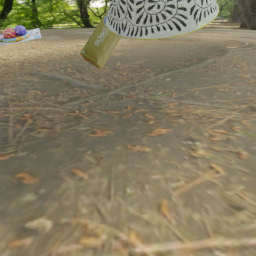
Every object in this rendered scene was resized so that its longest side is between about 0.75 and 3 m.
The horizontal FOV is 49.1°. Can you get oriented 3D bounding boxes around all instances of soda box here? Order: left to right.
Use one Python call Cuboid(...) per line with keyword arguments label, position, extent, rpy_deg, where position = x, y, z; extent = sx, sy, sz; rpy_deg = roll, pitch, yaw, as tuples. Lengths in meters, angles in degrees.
Cuboid(label="soda box", position=(-0.609, -2.828, 8.472), extent=(0.639, 1.996, 0.676), rpy_deg=(31, -1, 7))

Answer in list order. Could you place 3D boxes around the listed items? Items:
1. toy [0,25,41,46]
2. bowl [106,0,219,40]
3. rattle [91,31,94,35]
Cuboid(label="toy", position=(-3.261, -2.572, 7.675), extent=(1.608, 0.380, 0.926), rpy_deg=(-19, 40, -9))
Cuboid(label="bowl", position=(0.648, -3.015, 5.976), extent=(2.555, 1.199, 2.555), rpy_deg=(-6, 44, 6))
Cuboid(label="rattle", position=(-1.033, -3.576, 10.483), extent=(0.982, 1.509, 1.078), rpy_deg=(36, 20, 25))
